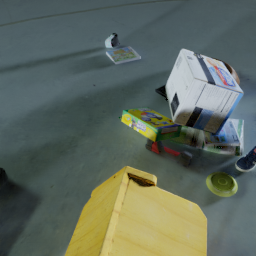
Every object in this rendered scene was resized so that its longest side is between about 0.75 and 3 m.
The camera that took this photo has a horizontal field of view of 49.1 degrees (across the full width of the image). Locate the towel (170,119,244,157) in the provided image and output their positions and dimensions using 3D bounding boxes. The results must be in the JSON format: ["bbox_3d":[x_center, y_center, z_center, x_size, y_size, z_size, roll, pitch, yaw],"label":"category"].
[{"bbox_3d":[2.781,0.087,9.707,2.351,0.361,1.754,12,43,13],"label":"towel"}]

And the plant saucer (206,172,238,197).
[{"bbox_3d":[2.757,1.601,8.192,0.893,0.139,0.893,0,43,0],"label":"plant saucer"}]

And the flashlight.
[{"bbox_3d":[1.311,0.716,8.906,1.507,0.510,0.512,21,40,23],"label":"flashlight"}]

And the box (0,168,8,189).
[{"bbox_3d":[-4.899,1.786,7.695,2.229,0.530,2.152,13,41,14],"label":"box"}]

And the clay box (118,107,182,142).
[{"bbox_3d":[0.686,-0.222,9.537,1.170,0.485,2.036,-9,29,-38],"label":"clay box"}]

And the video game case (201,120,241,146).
[{"bbox_3d":[3.070,0.162,9.414,1.123,0.146,1.234,-1,39,6],"label":"video game case"}]

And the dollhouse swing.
[{"bbox_3d":[0.182,2.667,6.513,2.263,2.340,2.575,35,41,-16],"label":"dollhouse swing"}]

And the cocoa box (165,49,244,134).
[{"bbox_3d":[2.444,-1.292,9.556,1.668,1.695,2.542,14,34,-9],"label":"cocoa box"}]

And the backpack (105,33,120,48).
[{"bbox_3d":[-0.828,-4.508,14.670,0.513,0.677,0.811,1,41,32],"label":"backpack"}]

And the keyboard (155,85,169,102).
[{"bbox_3d":[2.025,-1.131,11.150,1.249,0.267,2.080,-28,48,-36],"label":"keyboard"}]

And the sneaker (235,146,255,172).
[{"bbox_3d":[3.902,0.852,8.687,1.384,0.585,0.519,-25,48,-25],"label":"sneaker"}]

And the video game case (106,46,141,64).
[{"bbox_3d":[-0.245,-3.653,14.008,1.369,0.151,1.246,-17,45,-18],"label":"video game case"}]

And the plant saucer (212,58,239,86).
[{"bbox_3d":[3.536,-2.446,12.418,2.810,0.514,2.810,-1,43,0],"label":"plant saucer"}]
